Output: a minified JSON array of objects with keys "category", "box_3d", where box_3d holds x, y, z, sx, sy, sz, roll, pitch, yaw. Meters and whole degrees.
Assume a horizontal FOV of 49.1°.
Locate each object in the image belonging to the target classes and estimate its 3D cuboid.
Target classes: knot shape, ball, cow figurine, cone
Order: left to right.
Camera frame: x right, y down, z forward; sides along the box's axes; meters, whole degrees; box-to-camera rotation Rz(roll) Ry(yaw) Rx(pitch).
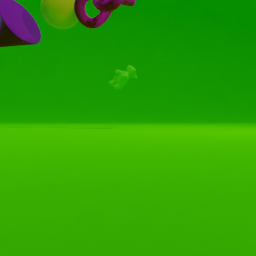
[{"category":"cone","box_3d":[-3.783,-2.864,8.613,1.515,1.509,1.509,-26,-10,24]},{"category":"ball","box_3d":[-1.913,-3.432,8.034,1.135,1.135,1.135,0,1,0]},{"category":"knot shape","box_3d":[-0.430,-3.196,6.923,1.680,0.776,1.572,-26,13,28]},{"category":"cow figurine","box_3d":[-0.158,-1.939,10.904,0.597,1.087,1.070,41,18,20]}]
